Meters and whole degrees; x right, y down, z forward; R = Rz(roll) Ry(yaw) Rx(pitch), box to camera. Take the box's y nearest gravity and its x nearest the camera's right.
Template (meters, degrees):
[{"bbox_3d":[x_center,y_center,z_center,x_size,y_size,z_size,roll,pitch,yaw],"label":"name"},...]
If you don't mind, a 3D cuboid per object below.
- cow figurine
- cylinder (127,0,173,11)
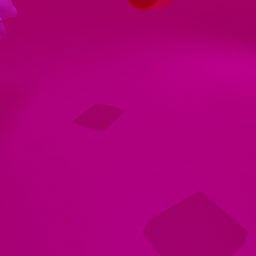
[{"bbox_3d":[-3.440,-3.107,7.030,0.925,1.686,1.659,-1,21,1],"label":"cow figurine"},{"bbox_3d":[0.613,-3.732,7.510,1.088,1.088,1.088,17,26,22],"label":"cylinder"}]
